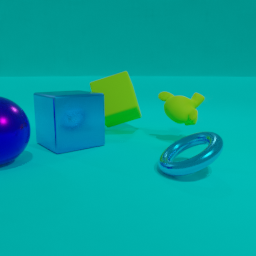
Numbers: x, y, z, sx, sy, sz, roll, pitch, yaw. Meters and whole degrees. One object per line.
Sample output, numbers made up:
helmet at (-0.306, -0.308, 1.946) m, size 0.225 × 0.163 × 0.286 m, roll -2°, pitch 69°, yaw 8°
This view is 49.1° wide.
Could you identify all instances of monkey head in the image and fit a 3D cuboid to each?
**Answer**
monkey head at (1.354, -0.542, 6.705) m, size 0.787 × 0.939 × 1.305 m, roll 33°, pitch 7°, yaw -46°

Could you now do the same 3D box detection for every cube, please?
cube at (-0.323, -0.772, 7.943) m, size 1.088 × 1.088 × 1.088 m, roll -17°, pitch -16°, yaw 5°
cube at (-1.375, -0.211, 6.563) m, size 1.229 × 1.229 × 1.229 m, roll -9°, pitch 14°, yaw -37°

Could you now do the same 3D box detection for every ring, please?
ring at (1.065, 0.428, 4.833) m, size 1.175 × 0.235 × 1.175 m, roll -27°, pitch 14°, yaw 7°

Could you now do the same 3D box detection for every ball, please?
ball at (-2.460, 0.052, 5.128) m, size 1.284 × 1.284 × 1.284 m, roll 0°, pitch 12°, yaw 0°
